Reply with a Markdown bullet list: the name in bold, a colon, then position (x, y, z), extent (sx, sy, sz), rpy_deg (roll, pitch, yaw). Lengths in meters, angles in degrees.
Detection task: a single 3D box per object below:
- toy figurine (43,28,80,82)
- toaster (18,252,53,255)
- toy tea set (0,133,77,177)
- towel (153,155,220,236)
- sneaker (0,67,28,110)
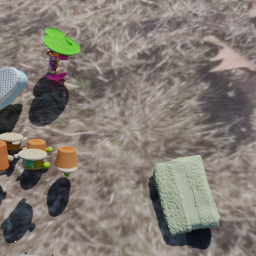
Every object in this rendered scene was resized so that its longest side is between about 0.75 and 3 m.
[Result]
- **toy figurine**: position (-2.399, -2.283, 9.253), extent (1.154, 1.414, 1.537), rpy_deg (-9, 51, -37)
- **toaster**: position (-1.819, 3.592, 6.452), extent (1.516, 1.676, 0.995), rpy_deg (9, 53, -6)
- **toy tea set**: position (-2.793, 0.943, 7.786), extent (2.763, 1.643, 1.023), rpy_deg (11, 104, 16)
- **towel**: position (1.567, 1.826, 7.777), extent (1.504, 0.370, 2.027), rpy_deg (-15, 70, 7)
- **sneaker**: position (-4.188, -0.841, 8.834), extent (2.613, 1.071, 0.966), rpy_deg (-34, 83, 8)
